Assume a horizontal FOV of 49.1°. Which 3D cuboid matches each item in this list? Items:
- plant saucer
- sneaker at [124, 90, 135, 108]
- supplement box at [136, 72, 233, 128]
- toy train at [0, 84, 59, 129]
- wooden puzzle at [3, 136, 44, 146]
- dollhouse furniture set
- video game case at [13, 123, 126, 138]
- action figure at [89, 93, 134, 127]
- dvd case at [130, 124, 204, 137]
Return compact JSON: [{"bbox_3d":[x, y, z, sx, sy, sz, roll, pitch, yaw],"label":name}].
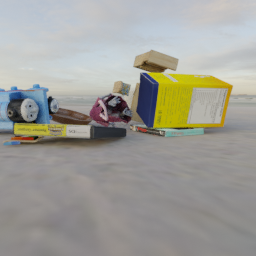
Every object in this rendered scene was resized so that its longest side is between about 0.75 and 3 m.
[{"bbox_3d":[-2.065,-0.372,9.542,1.733,0.299,1.733,13,10,-2],"label":"plant saucer"},{"bbox_3d":[0.969,-0.948,12.086,2.437,0.897,1.437,22,8,-5],"label":"sneaker"},{"bbox_3d":[1.394,-0.736,7.249,2.101,1.143,1.150,0,24,-14],"label":"supplement box"},{"bbox_3d":[-3.147,-0.491,7.169,2.636,1.143,1.506,1,15,17],"label":"toy train"},{"bbox_3d":[-2.081,0.218,5.635,0.727,0.126,1.078,-4,4,-13],"label":"wooden puzzle"},{"bbox_3d":[0.673,-1.319,9.642,2.023,2.308,1.533,13,2,-20],"label":"dollhouse furniture set"},{"bbox_3d":[-1.103,0.067,5.878,1.674,0.236,1.852,2,-1,17],"label":"video game case"},{"bbox_3d":[-0.677,-0.369,8.107,1.640,1.099,1.221,-7,15,46],"label":"action figure"},{"bbox_3d":[0.991,0.036,7.541,1.233,0.186,1.689,-3,6,-28],"label":"dvd case"}]
